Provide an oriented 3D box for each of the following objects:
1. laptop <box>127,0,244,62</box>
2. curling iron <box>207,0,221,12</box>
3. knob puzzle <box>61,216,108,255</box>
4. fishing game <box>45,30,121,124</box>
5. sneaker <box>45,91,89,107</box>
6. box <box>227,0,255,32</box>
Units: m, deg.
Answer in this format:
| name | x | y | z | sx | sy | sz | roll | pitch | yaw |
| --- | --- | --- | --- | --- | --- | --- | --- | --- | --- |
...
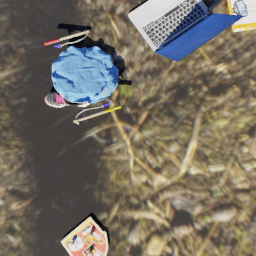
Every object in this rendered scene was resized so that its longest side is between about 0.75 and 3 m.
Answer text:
| name | x | y | z | sx | sy | sz | roll | pitch | yaw |
| --- | --- | --- | --- | --- | --- | --- | --- | --- | --- |
| laptop | 1.584 | -3.349 | 8.367 | 2.279 | 1.411 | 2.434 | -35 | 86 | -3 |
| curling iron | 3.163 | -4.389 | 8.945 | 0.226 | 0.439 | 1.771 | 39 | 88 | 1 |
| knob puzzle | -1.182 | 3.581 | 8.433 | 1.461 | 0.203 | 1.461 | 0 | 85 | 0 |
| fishing game | -1.305 | -1.648 | 8.645 | 2.064 | 0.448 | 2.883 | -23 | 78 | -15 |
| sneaker | -1.879 | -0.911 | 8.573 | 1.395 | 0.610 | 0.515 | 3 | 86 | 0 |
| box | 3.697 | -3.849 | 8.975 | 0.842 | 0.293 | 1.415 | -8 | 83 | -1 |
